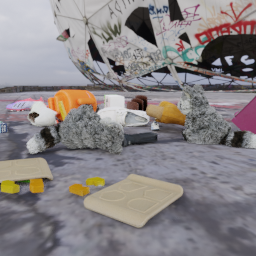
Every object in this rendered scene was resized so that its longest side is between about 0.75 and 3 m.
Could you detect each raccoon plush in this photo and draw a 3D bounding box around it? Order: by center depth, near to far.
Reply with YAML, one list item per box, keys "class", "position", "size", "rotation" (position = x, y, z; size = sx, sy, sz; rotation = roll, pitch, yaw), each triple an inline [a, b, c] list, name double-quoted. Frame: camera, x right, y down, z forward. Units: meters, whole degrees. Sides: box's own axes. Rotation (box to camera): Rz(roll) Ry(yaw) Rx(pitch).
- class: "raccoon plush"
  position: [-1.194, 0.407, 7.248]
  size: [2.362, 1.143, 1.582]
  rotation: [-37, 42, -17]
- class: "raccoon plush"
  position: [2.739, -0.450, 8.560]
  size: [2.657, 1.780, 1.285]
  rotation: [4, 10, 23]

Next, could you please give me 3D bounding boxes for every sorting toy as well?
- class: "sorting toy"
  position: [-0.093, 1.059, 4.438]
  size: [1.602, 0.214, 1.193]
  rotation: [7, 16, 36]
- class: "sorting toy"
  position: [-2.144, 0.910, 5.251]
  size: [1.388, 0.249, 1.863]
  rotation: [1, 9, -22]

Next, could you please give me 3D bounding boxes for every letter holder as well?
- class: "letter holder"
  position: [0.554, -1.522, 17.340]
  size: [0.722, 1.021, 1.437]
  rotation: [-5, 11, -29]

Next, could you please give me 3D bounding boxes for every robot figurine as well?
- class: "robot figurine"
  position: [-2.566, -1.101, 13.430]
  size: [2.541, 1.828, 1.482]
  rotation: [-8, 51, -48]

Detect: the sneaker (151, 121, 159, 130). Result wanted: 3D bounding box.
- class: "sneaker"
  position: [1.056, -0.081, 10.876]
  size: [0.311, 0.314, 0.866]
  rotation: [1, 11, -1]

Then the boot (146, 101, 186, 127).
- class: "boot"
  position: [1.949, -0.431, 10.989]
  size: [1.867, 0.917, 2.607]
  rotation: [18, 10, 22]

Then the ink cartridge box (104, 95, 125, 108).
- class: "ink cartridge box"
  position: [-0.679, -0.948, 13.325]
  size: [0.690, 1.195, 1.642]
  rotation: [-2, 9, -14]

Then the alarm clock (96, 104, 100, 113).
- class: "alarm clock"
  position: [-1.934, -0.979, 15.558]
  size: [0.788, 0.531, 0.262]
  rotation: [-20, 32, 13]

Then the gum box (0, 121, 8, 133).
- class: "gum box"
  position: [-5.483, -0.010, 10.257]
  size: [1.636, 0.364, 1.390]
  rotation: [-8, 12, -40]

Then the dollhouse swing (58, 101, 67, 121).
- class: "dollhouse swing"
  position: [-2.044, -0.471, 10.743]
  size: [1.164, 1.126, 1.281]
  rotation: [-2, 9, -9]

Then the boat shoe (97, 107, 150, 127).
- class: "boat shoe"
  position: [-0.203, -0.458, 11.640]
  size: [2.251, 0.797, 0.780]
  rotation: [1, 9, 0]

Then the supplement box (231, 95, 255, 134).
- class: "supplement box"
  position: [4.389, -0.500, 8.953]
  size: [1.131, 1.434, 2.191]
  rotation: [48, 30, 16]

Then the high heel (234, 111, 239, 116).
- class: "high heel"
  position: [5.642, -0.542, 12.737]
  size: [1.632, 0.550, 0.785]
  rotation: [-1, -2, -26]

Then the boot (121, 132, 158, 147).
- class: "boot"
  position: [0.190, 0.248, 8.539]
  size: [1.167, 0.383, 0.962]
  rotation: [-11, 25, -27]

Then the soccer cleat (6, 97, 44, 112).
- class: "soccer cleat"
  position: [-6.538, -1.528, 17.843]
  size: [2.269, 0.868, 0.757]
  rotation: [-4, 10, -25]

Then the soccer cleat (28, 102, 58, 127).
- class: "soccer cleat"
  position: [-3.975, -0.611, 12.366]
  size: [1.049, 0.937, 2.705]
  rotation: [-9, 16, -32]
